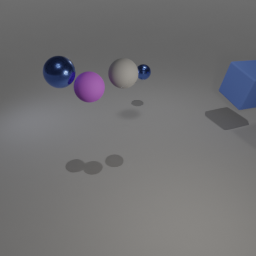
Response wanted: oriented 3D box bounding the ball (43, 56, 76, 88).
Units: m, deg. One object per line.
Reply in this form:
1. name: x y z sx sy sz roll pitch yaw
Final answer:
1. ball: -1.499 -1.218 6.116 0.700 0.700 0.700 0 31 0

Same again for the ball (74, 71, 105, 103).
1. ball: -0.883 -0.931 6.376 0.700 0.700 0.700 0 31 0

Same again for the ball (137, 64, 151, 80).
1. ball: 0.687 -2.531 12.672 0.700 0.700 0.700 0 31 0

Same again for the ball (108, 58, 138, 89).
1. ball: -0.111 -1.271 6.528 0.700 0.700 0.700 0 31 0

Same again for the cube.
1. cube: 4.810 -1.743 11.221 1.400 1.400 1.400 -9 45 -23
